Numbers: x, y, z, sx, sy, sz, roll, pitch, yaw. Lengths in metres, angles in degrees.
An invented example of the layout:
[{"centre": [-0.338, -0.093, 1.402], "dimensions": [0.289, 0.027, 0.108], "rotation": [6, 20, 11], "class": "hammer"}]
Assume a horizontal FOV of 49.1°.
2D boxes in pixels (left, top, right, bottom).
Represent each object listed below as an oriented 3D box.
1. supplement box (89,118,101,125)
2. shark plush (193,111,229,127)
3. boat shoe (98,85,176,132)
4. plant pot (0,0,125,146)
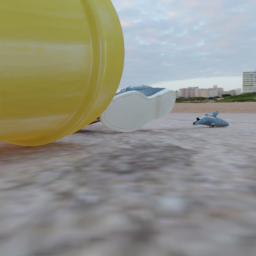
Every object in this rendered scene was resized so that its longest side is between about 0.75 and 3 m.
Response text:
[{"centre": [-1.722, -1.457, 6.741], "dimensions": [1.489, 2.886, 1.889], "rotation": [-15, -5, 38], "class": "supplement box"}, {"centre": [2.446, -0.218, 8.326], "dimensions": [1.223, 0.556, 0.509], "rotation": [8, 30, -37], "class": "shark plush"}, {"centre": [0.139, -0.573, 6.877], "dimensions": [0.825, 0.973, 2.672], "rotation": [24, 28, 36], "class": "boat shoe"}, {"centre": [-1.615, -0.894, 3.210], "dimensions": [2.614, 2.614, 2.460], "rotation": [1, 14, 17], "class": "plant pot"}]
